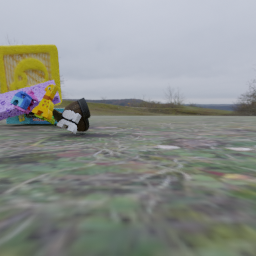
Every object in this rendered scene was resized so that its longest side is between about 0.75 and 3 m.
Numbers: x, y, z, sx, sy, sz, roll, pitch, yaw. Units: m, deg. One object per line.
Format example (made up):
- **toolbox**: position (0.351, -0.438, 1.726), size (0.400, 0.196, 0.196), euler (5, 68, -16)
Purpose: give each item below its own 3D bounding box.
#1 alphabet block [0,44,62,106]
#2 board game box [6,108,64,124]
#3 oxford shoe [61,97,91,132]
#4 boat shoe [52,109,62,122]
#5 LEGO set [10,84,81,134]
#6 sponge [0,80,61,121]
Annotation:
- **alphabet block**: position (-4.066, -1.968, 10.531), size (2.270, 2.283, 2.325), euler (-17, 23, -39)
- **board game box**: position (-3.193, -0.496, 11.324), size (2.616, 0.614, 1.975), euler (0, 3, 2)
- **oxford shoe**: position (-1.166, -0.216, 6.018), size (0.615, 0.529, 1.457), euler (-22, -14, -13)
- **boat shoe**: position (-2.536, -0.461, 9.877), size (0.344, 0.374, 1.046), euler (31, -6, 34)
- **LEGO set**: position (-1.498, -0.481, 5.042), size (1.464, 0.601, 0.558), euler (21, -13, 22)
- **sponge**: position (-3.071, -0.834, 8.327), size (1.998, 0.298, 1.114), euler (-18, 39, -8)
